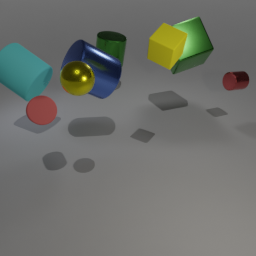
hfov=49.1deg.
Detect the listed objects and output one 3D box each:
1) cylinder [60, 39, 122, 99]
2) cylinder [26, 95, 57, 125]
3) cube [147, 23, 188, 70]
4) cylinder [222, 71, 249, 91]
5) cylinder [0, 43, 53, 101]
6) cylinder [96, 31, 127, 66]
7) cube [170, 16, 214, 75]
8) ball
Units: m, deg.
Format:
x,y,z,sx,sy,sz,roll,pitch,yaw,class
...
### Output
x,y,z,sx,sy,sz,roll,pitch,yaw,class
-1.146,-1.775,8.639,1.400,1.400,1.400,20,15,-36,cylinder
-2.142,-0.431,6.906,0.700,0.700,0.700,-12,7,-20,cylinder
0.973,-2.052,7.045,0.700,0.700,0.700,31,63,16,cube
4.101,-1.798,10.663,0.700,0.700,0.700,-9,30,-25,cylinder
-3.469,-1.828,9.247,1.400,1.400,1.400,35,34,-1,cylinder
-0.838,-3.702,13.335,1.400,1.400,1.400,7,36,-5,cylinder
2.214,-3.126,10.789,1.400,1.400,1.400,-20,-8,-3,cube
-1.016,-0.996,5.645,0.700,0.700,0.700,0,29,0,ball
